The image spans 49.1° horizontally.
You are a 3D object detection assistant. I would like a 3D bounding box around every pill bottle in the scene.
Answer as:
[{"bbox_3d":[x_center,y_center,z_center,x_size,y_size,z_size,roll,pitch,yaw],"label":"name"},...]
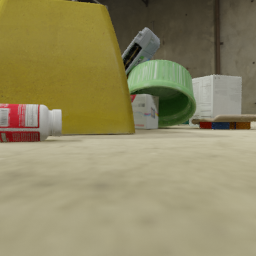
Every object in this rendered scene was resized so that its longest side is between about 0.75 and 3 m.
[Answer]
[{"bbox_3d":[-1.257,-0.065,3.505,0.822,0.462,0.462,1,2,-16],"label":"pill bottle"}]

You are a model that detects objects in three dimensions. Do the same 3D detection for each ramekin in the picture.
[{"bbox_3d":[0.874,-0.961,7.968,2.079,1.015,2.079,5,-29,3],"label":"ramekin"}]

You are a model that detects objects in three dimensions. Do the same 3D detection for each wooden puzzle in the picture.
[{"bbox_3d":[2.641,-0.125,7.570,1.394,0.348,1.505,0,-3,-11],"label":"wooden puzzle"}]

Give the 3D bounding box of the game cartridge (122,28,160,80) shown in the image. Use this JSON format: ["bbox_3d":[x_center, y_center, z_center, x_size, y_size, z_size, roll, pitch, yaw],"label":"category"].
[{"bbox_3d":[0.030,-1.805,8.618,0.516,2.552,1.701,40,17,2],"label":"game cartridge"}]

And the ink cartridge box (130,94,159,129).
[{"bbox_3d":[0.374,-0.400,7.266,0.637,0.877,0.634,2,0,35],"label":"ink cartridge box"}]

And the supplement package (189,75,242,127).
[{"bbox_3d":[2.802,-0.821,9.076,1.196,1.576,1.187,-1,2,-25],"label":"supplement package"}]

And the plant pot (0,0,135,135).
[{"bbox_3d":[-1.489,-1.126,5.885,2.749,2.425,2.750,0,1,-14],"label":"plant pot"}]

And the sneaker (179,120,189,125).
[{"bbox_3d":[2.183,-0.354,11.187,2.021,0.783,0.805,-4,20,13],"label":"sneaker"}]
